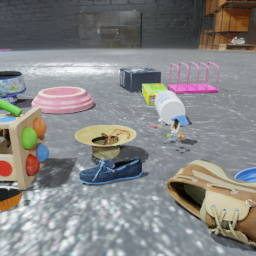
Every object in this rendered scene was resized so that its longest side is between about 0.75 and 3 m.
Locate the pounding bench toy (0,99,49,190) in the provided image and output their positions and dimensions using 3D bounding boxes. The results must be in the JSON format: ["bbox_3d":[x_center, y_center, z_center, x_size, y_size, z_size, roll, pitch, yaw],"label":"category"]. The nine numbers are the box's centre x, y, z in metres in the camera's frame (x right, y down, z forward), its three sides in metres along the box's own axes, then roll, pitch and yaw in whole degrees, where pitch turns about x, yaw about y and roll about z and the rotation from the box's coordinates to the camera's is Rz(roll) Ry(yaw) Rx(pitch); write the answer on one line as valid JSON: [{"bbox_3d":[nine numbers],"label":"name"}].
[{"bbox_3d":[-3.012,-0.017,6.611,1.942,2.490,1.547,1,20,3],"label":"pounding bench toy"}]

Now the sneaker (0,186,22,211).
[{"bbox_3d":[-2.917,1.381,5.692,1.430,0.542,0.658,-6,16,-20],"label":"sneaker"}]

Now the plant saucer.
[{"bbox_3d":[-3.005,-1.366,12.950,2.793,0.708,2.793,0,21,0],"label":"plant saucer"}]

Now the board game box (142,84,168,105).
[{"bbox_3d":[1.397,-1.716,14.033,1.105,0.518,2.175,-1,23,-5],"label":"board game box"}]

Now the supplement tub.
[{"bbox_3d":[1.615,-0.827,10.966,0.985,0.985,1.492,-1,21,-3],"label":"supplement tub"}]

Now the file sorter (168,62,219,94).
[{"bbox_3d":[3.711,-2.920,16.005,2.439,1.529,1.695,-2,21,-7],"label":"file sorter"}]

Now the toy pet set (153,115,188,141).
[{"bbox_3d":[1.423,-0.100,8.454,0.900,0.512,0.964,-8,30,-41],"label":"toy pet set"}]

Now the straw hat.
[{"bbox_3d":[-0.604,0.497,7.799,1.696,0.718,1.696,1,21,0],"label":"straw hat"}]

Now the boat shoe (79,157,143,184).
[{"bbox_3d":[-0.424,0.951,6.810,1.549,0.532,0.652,-8,22,-21],"label":"boat shoe"}]

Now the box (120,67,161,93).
[{"bbox_3d":[0.700,-2.897,16.548,1.894,1.131,1.926,-8,23,-20],"label":"box"}]

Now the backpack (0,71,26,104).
[{"bbox_3d":[-5.860,-1.870,13.068,2.060,1.514,1.885,-14,26,-17],"label":"backpack"}]

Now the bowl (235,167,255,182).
[{"bbox_3d":[3.203,1.445,5.639,2.096,0.411,2.096,0,20,0],"label":"bowl"}]

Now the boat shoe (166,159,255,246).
[{"bbox_3d":[1.757,1.455,4.883,1.072,1.098,2.903,-17,18,-25],"label":"boat shoe"}]
